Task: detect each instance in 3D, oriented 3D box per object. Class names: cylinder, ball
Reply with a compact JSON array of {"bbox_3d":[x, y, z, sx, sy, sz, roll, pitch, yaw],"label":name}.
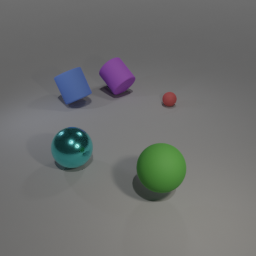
[{"bbox_3d":[-2.672,-2.057,13.652,1.400,1.400,1.400,-22,11,5],"label":"cylinder"},{"bbox_3d":[2.031,-1.417,13.716,0.700,0.700,0.700,0,31,0],"label":"ball"},{"bbox_3d":[-0.564,-2.705,14.655,1.400,1.400,1.400,-28,76,-39],"label":"cylinder"},{"bbox_3d":[-1.892,0.661,9.491,1.400,1.400,1.400,0,31,0],"label":"ball"},{"bbox_3d":[0.940,1.126,7.938,1.400,1.400,1.400,0,31,0],"label":"ball"}]
